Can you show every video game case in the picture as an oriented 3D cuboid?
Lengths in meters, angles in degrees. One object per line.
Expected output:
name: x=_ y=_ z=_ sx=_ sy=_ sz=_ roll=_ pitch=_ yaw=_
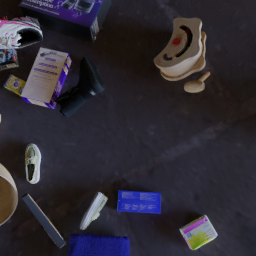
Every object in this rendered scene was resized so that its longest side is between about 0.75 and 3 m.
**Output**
video game case: x=-2.187 y=2.303 z=7.136 sx=0.190 sy=1.343 sz=1.486 roll=-38 pitch=94 yaw=-22

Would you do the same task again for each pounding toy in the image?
pounding toy: x=1.756 y=-2.132 z=8.926 sx=1.430 sy=1.434 sz=2.500 roll=-5 pitch=62 yaw=28

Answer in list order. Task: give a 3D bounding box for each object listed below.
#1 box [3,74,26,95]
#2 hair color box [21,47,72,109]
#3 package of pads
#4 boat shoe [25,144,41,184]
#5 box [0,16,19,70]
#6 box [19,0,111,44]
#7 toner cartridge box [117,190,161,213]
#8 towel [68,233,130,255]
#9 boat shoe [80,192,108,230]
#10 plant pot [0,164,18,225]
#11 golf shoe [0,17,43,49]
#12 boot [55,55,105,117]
box: x=-3.505 y=-1.335 z=8.929 sx=0.778 sy=0.188 sz=0.456 roll=27 pitch=77 yaw=5
hair color box: x=-2.533 y=-1.570 z=8.791 sx=0.958 sy=0.568 sz=1.752 roll=15 pitch=76 yaw=7
package of pads: x=1.947 y=2.878 z=7.698 sx=0.839 sy=0.286 sz=0.648 roll=-28 pitch=76 yaw=-7
boat shoe: x=-2.782 y=1.017 z=8.169 sx=0.427 sy=0.368 sz=1.187 roll=-10 pitch=75 yaw=-4
box: x=-4.955 y=-2.565 z=9.109 sx=2.446 sy=0.488 sz=1.674 roll=-14 pitch=75 yaw=-4
box: x=-2.014 y=-4.102 z=9.310 sx=2.476 sy=0.976 sz=1.748 roll=18 pitch=73 yaw=5
toner cartridge box: x=0.313 y=2.092 z=7.930 sx=1.202 sy=0.260 sz=0.571 roll=4 pitch=73 yaw=1
towel: x=-0.837 y=3.957 z=7.312 sx=1.655 sy=0.555 sz=2.241 roll=6 pitch=74 yaw=-5
boat shoe: x=-0.951 y=2.344 z=7.789 sx=0.345 sy=0.401 sz=1.113 roll=31 pitch=82 yaw=-8
plant pot: x=-4.063 y=1.516 z=7.356 sx=2.118 sy=2.118 sz=1.422 roll=-28 pitch=37 yaw=-7
golf shoe: x=-3.776 y=-2.848 z=8.499 sx=2.343 sy=0.851 sz=1.079 roll=-21 pitch=45 yaw=-30
boot: x=-1.577 y=-1.293 z=8.590 sx=1.512 sy=0.687 sz=1.800 roll=-34 pitch=46 yaw=11
